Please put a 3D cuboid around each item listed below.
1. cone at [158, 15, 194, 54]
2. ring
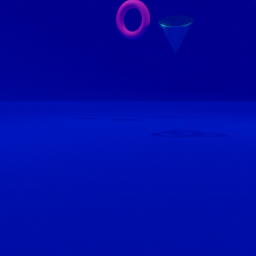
[{"bbox_3d":[1.759,-3.316,10.304,1.237,1.241,1.237,-4,37,3],"label":"cone"},{"bbox_3d":[0.180,-4.124,10.693,1.430,1.430,0.286,4,17,31],"label":"ring"}]
